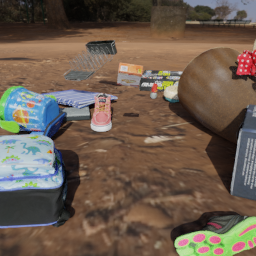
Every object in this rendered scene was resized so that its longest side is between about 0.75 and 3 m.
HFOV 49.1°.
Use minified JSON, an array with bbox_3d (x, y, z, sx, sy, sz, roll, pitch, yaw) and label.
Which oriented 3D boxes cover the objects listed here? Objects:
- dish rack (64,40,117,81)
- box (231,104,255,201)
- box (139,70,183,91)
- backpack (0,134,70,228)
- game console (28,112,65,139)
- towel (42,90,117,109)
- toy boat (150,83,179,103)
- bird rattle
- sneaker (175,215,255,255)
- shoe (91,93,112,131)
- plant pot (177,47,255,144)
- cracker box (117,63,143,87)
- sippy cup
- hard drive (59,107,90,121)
[{"bbox_3d":[-1.524,-2.584,10.785,1.631,0.580,2.127,12,51,43],"label":"dish rack"},{"bbox_3d":[3.442,0.548,5.294,2.549,1.365,1.892,9,23,23],"label":"box"},{"bbox_3d":[1.788,-2.446,14.304,2.156,0.596,2.691,3,21,9],"label":"box"},{"bbox_3d":[-1.830,0.788,4.848,1.553,1.247,1.698,-1,16,-14],"label":"backpack"},{"bbox_3d":[-2.395,0.018,7.701,0.721,1.040,1.219,27,22,-3],"label":"game console"},{"bbox_3d":[-2.064,-1.191,11.254,2.722,0.325,1.971,14,22,40],"label":"towel"},{"bbox_3d":[1.638,-1.429,11.751,1.401,0.651,1.178,14,28,14],"label":"toy boat"},{"bbox_3d":[3.216,-1.662,6.299,0.851,1.231,1.510,-1,26,-21],"label":"bird rattle"},{"bbox_3d":[1.271,1.576,4.012,1.332,0.511,0.558,-7,-2,-16],"label":"sneaker"},{"bbox_3d":[-0.854,-0.550,8.962,0.648,0.826,1.815,-1,21,-3],"label":"shoe"},{"bbox_3d":[2.920,-0.670,7.802,2.355,2.355,2.519,-4,36,-12],"label":"plant pot"},{"bbox_3d":[0.033,-1.185,6.340,0.515,0.222,0.769,7,-13,-2],"label":"cracker box"},{"bbox_3d":[-2.747,-0.468,8.094,1.286,1.378,1.754,10,66,15],"label":"sippy cup"},{"bbox_3d":[-2.011,-0.478,9.629,1.375,0.226,0.959,-3,20,-9],"label":"hard drive"}]
